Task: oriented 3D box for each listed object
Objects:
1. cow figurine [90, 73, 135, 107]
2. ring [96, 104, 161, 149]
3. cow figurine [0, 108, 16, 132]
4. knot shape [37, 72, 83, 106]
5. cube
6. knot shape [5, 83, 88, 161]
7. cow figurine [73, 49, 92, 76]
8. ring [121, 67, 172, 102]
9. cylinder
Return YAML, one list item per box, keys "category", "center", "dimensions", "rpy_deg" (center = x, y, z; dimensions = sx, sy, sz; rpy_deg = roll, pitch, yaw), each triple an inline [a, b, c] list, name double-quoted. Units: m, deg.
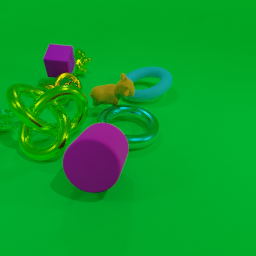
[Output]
- category: "cow figurine"
  center: [-0.464, -1.038, 8.012]
  dimensions: [1.260, 1.240, 0.692]
  rpy_deg: [-7, 77, -12]
- category: "ring"
  center: [0.009, -0.082, 7.615]
  dimensions: [1.771, 0.354, 1.771]
  rpy_deg: [5, 37, -4]
- category: "cow figurine"
  center: [-3.916, -0.224, 7.572]
  dimensions: [1.472, 0.821, 1.496]
  rpy_deg: [-5, -8, 44]
- category: "knot shape"
  center: [-2.280, -1.274, 9.156]
  dimensions: [1.378, 0.680, 1.472]
  rpy_deg: [2, 36, 7]
- category: "cube"
  center: [-2.368, -2.308, 9.752]
  dimensions: [0.831, 0.831, 0.831]
  rpy_deg: [6, 54, 2]
- category: "knot shape"
  center: [-1.888, -0.340, 7.084]
  dimensions: [1.960, 2.094, 0.968]
  rpy_deg: [-21, -5, -30]
- category: "cow figurine"
  center: [-1.959, -2.587, 11.103]
  dimensions: [1.187, 0.662, 1.206]
  rpy_deg: [-2, 66, 50]
- category: "ring"
  center: [0.570, -1.520, 9.542]
  dimensions: [1.868, 0.374, 1.868]
  rpy_deg: [-11, 38, 8]
- category: "cylinder"
  center: [-0.624, 0.580, 5.836]
  dimensions: [1.144, 1.144, 1.144]
  rpy_deg: [5, 17, 7]
